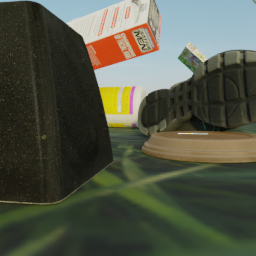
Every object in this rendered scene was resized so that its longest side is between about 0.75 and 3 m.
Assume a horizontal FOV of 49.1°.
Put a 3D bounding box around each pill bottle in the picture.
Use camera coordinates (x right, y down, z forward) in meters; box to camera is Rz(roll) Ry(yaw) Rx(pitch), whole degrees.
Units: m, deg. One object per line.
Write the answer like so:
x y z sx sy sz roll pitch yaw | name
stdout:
-0.608 -0.581 7.754 2.159 1.126 1.126 1 4 13 | pill bottle

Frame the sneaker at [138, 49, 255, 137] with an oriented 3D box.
1.225 -0.374 4.047 1.026 0.976 2.589 7 -10 -33 | sneaker

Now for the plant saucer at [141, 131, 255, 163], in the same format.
0.849 0.170 3.115 1.406 0.207 1.406 -1 3 0 | plant saucer

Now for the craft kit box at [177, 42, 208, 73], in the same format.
2.441 -2.425 10.173 0.293 1.192 1.207 -44 -2 -7 | craft kit box

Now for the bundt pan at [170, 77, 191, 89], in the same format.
2.126 -0.572 6.448 2.495 0.936 2.495 -8 -8 -1 | bundt pan

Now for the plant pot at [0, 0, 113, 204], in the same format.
-0.824 -0.197 1.983 1.208 1.074 1.211 0 4 10 | plant pot

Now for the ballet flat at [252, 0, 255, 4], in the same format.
3.449 -3.569 7.086 0.799 2.226 0.799 -33 -12 -8 | ballet flat

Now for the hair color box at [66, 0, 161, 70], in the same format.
-0.529 -2.218 6.809 2.552 1.415 0.816 -12 -42 23 | hair color box
